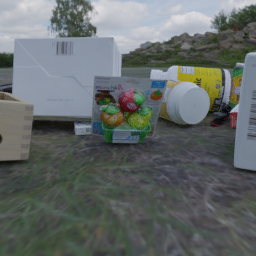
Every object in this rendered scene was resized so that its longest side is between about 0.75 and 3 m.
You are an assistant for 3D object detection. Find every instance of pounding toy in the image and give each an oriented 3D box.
[{"bbox_3d":[-3.378,0.054,5.522,2.244,1.595,2.065,2,11,-38],"label":"pounding toy"}]

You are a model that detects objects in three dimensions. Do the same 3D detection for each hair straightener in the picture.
[{"bbox_3d":[3.055,-0.495,8.755,0.340,0.639,1.660,27,25,33],"label":"hair straightener"}]

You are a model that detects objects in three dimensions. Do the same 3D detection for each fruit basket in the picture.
[{"bbox_3d":[-0.019,-0.375,6.241,1.559,1.683,0.789,2,48,-10],"label":"fruit basket"}]

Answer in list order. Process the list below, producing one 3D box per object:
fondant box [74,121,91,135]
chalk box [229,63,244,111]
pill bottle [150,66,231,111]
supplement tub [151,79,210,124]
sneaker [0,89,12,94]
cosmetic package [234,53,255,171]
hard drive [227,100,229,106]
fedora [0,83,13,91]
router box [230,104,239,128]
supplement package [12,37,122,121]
[{"bbox_3d":[-1.185,-0.010,7.685,0.544,0.220,0.754,-3,13,-13],"label":"fondant box"},{"bbox_3d":[5.088,-1.405,10.081,2.582,1.598,1.606,10,21,21],"label":"chalk box"},{"bbox_3d":[2.189,-1.481,10.323,2.764,1.538,1.538,5,15,6],"label":"pill bottle"},{"bbox_3d":[1.533,-0.828,8.714,1.276,1.276,1.763,-7,16,-24],"label":"supplement tub"},{"bbox_3d":[-4.106,-0.864,9.704,1.141,0.955,2.577,2,5,9],"label":"sneaker"},{"bbox_3d":[3.312,-0.418,5.547,2.074,2.086,2.493,6,16,22],"label":"cosmetic package"},{"bbox_3d":[2.982,-1.121,11.832,2.094,0.266,1.382,-3,15,-14],"label":"hard drive"},{"bbox_3d":[-4.849,-1.465,11.900,1.965,0.887,1.738,-15,17,-18],"label":"fedora"},{"bbox_3d":[4.150,-0.448,8.386,1.783,0.485,1.987,-1,12,30],"label":"router box"},{"bbox_3d":[-1.687,-1.344,8.238,2.815,2.193,1.561,1,-3,6],"label":"supplement package"}]
